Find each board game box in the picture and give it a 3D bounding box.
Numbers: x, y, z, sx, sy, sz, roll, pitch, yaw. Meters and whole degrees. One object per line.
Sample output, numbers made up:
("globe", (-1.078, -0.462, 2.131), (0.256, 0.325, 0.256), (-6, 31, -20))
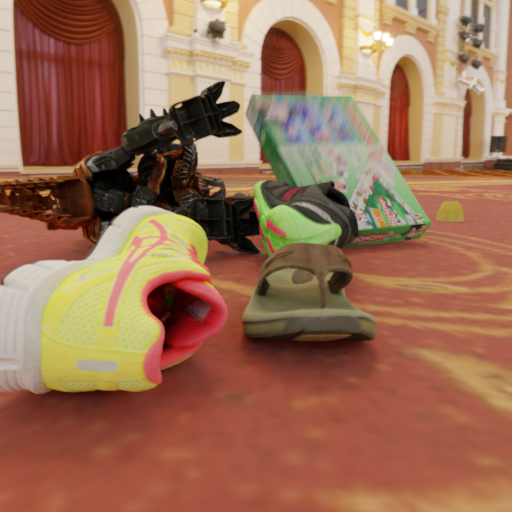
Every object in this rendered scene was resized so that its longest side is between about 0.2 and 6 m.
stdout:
("board game box", (1.525, -1.780, 11.014), (2.456, 0.531, 3.650), (-6, 55, -25))

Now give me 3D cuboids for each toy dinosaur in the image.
("toy dinosaur", (-2.060, -0.972, 10.031), (3.777, 2.843, 5.566), (-10, 23, 31))

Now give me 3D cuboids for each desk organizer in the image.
("desk organizer", (0.208, -0.983, 12.808), (1.863, 0.717, 0.668), (4, 11, 22))

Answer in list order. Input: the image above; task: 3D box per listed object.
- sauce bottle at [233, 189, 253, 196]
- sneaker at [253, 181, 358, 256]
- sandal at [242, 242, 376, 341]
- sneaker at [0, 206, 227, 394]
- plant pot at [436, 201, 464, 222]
("sauce bottle", (0.076, -1.471, 15.535), (0.768, 0.768, 2.327), (-6, 8, -32))
("sneaker", (0.750, -0.558, 8.753), (1.354, 1.241, 3.233), (-14, 19, -4))
("sandal", (0.458, 0.235, 5.692), (1.168, 0.839, 2.940), (0, 11, 0))
("sneaker", (-0.812, 0.360, 4.700), (1.328, 1.149, 2.940), (6, 20, 12))
("plant pot", (5.000, -1.148, 14.397), (0.689, 0.489, 0.689), (0, 11, 0))
